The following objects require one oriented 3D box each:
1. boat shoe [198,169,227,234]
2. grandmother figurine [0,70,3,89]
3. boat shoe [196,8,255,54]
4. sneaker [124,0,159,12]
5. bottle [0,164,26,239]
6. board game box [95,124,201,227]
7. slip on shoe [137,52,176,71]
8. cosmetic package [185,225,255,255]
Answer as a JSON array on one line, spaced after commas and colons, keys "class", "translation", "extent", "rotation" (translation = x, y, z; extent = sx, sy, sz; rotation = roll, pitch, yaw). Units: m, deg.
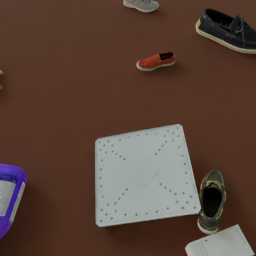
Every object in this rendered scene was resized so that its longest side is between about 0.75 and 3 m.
[{"class": "boat shoe", "translation": [2.004, 1.570, 6.546], "extent": [0.621, 0.525, 1.743], "rotation": [9, 42, 16]}, {"class": "grandmother figurine", "translation": [-4.583, -1.789, 9.185], "extent": [0.858, 0.429, 1.416], "rotation": [-4, 48, -33]}, {"class": "boat shoe", "translation": [3.860, -3.506, 10.080], "extent": [2.881, 0.897, 1.075], "rotation": [28, 58, 17]}, {"class": "sneaker", "translation": [0.519, -5.184, 11.419], "extent": [1.512, 0.620, 0.565], "rotation": [15, 56, 11]}, {"class": "bottle", "translation": [-3.070, 1.970, 6.282], "extent": [0.970, 0.758, 2.323], "rotation": [6, 55, 2]}, {"class": "board game box", "translation": [0.369, 1.122, 6.897], "extent": [2.352, 0.304, 2.352], "rotation": [-11, 55, 7]}, {"class": "slip on shoe", "translation": [0.959, -2.301, 9.509], "extent": [1.392, 0.426, 0.516], "rotation": [-13, 58, -7]}, {"class": "cosmetic package", "translation": [1.932, 2.630, 5.975], "extent": [1.221, 0.495, 0.689], "rotation": [-18, 58, -11]}]
